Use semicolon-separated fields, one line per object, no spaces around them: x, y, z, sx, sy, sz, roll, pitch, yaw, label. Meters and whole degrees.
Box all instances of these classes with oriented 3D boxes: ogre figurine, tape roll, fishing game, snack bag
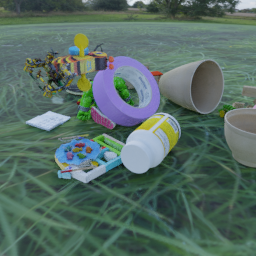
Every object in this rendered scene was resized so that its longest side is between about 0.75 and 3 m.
-0.952;-1.413;12.605;2.837;1.701;1.392;-6;28;-13;ogre figurine
-0.029;-1.532;11.703;2.809;2.809;0.922;-25;-5;-39;tape roll
-1.655;0.721;9.337;1.542;0.335;2.154;-7;29;-8;fishing game
-3.425;-0.352;12.202;1.392;0.158;1.476;15;30;28;snack bag

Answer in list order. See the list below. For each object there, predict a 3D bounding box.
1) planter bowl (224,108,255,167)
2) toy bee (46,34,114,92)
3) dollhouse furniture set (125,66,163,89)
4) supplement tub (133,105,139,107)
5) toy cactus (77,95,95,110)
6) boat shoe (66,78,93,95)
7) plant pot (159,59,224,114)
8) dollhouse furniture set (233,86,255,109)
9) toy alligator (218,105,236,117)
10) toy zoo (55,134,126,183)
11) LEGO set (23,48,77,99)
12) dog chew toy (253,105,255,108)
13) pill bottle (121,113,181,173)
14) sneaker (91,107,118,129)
4.221;0.397;9.301;2.133;1.435;2.133;0;26;0;planter bowl
-1.096;-1.956;7.953;1.278;1.539;2.351;19;55;30;toy bee
0.925;-3.102;16.475;2.326;1.211;2.351;-12;29;-23;dollhouse furniture set
0.183;-0.671;12.419;0.535;0.535;0.874;21;35;36;supplement tub
-1.539;-1.392;13.684;1.805;0.923;1.490;-9;17;0;toy cactus
-2.069;-2.280;15.222;2.656;0.873;0.949;5;27;10;boat shoe
2.799;-2.053;13.507;2.429;2.429;2.594;-19;21;-33;plant pot
5.643;-1.415;13.071;1.225;1.288;1.049;11;29;17;dollhouse furniture set
4.643;-0.569;12.163;0.628;0.575;2.118;-9;28;-17;toy alligator
-1.222;0.997;9.397;2.602;0.266;1.707;-24;35;-39;toy zoo
-1.835;-1.386;6.699;0.947;0.713;1.231;-19;70;-48;LEGO set
5.697;-0.039;10.276;1.509;1.509;2.423;-15;39;-28;dog chew toy
0.758;0.482;9.257;1.318;1.318;2.345;14;29;26;pill bottle
-0.940;-0.501;12.029;0.726;0.612;1.660;-23;39;-38;sneaker
